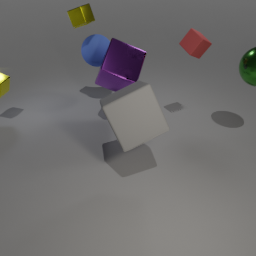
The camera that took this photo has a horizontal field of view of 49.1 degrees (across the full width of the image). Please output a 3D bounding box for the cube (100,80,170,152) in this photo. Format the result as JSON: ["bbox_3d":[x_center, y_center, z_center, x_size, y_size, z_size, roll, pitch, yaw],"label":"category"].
[{"bbox_3d":[0.138,-0.391,7.986,1.400,1.400,1.400,-26,16,-1],"label":"cube"}]

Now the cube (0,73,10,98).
[{"bbox_3d":[-5.269,-1.760,11.283,0.700,0.700,0.700,21,36,-1],"label":"cube"}]

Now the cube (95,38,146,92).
[{"bbox_3d":[-0.309,-2.279,10.704,1.400,1.400,1.400,20,73,-11],"label":"cube"}]

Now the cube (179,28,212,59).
[{"bbox_3d":[2.446,-3.057,10.165,0.700,0.700,0.700,1,47,-48],"label":"cube"}]

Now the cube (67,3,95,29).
[{"bbox_3d":[-1.879,-4.515,11.291,0.700,0.700,0.700,-4,29,31],"label":"cube"}]

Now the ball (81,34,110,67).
[{"bbox_3d":[-1.381,-3.449,12.505,1.400,1.400,1.400,0,30,0],"label":"ball"}]

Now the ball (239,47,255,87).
[{"bbox_3d":[4.584,-2.126,9.693,1.400,1.400,1.400,0,30,0],"label":"ball"}]
